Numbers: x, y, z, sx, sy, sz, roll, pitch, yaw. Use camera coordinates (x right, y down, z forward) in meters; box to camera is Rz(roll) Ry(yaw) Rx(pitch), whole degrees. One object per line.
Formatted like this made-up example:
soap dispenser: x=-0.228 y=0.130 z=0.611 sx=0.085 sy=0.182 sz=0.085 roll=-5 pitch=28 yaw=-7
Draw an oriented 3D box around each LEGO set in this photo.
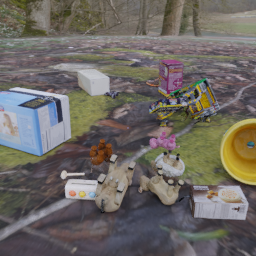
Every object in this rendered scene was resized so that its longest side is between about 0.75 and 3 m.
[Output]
LEGO set: x=2.494 y=-0.721 z=11.346 sx=2.223 sy=1.675 sz=2.890 roll=-22 pitch=9 yaw=27

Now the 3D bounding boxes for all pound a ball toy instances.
pound a ball toy: x=-1.161 y=1.429 z=6.834 sx=0.987 sy=0.644 sz=0.419 roll=3 pitch=23 yaw=5

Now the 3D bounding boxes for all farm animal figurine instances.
farm animal figurine: x=0.276 y=1.168 z=7.016 sx=2.393 sy=1.203 sz=1.932 roll=-3 pitch=42 yaw=-15

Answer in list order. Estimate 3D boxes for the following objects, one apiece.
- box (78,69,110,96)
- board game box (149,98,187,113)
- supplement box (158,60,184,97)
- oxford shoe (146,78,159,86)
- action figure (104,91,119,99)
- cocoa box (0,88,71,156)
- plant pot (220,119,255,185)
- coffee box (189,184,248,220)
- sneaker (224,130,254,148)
box: x=-1.978 y=-2.615 z=15.844 sx=1.141 sy=0.934 sz=2.403 roll=-10 pitch=25 yaw=-22
board game box: x=1.207 y=-0.672 z=8.511 sx=0.924 sy=0.262 sz=0.763 roll=-4 pitch=-9 yaw=-21
supplement box: x=2.263 y=-2.657 z=14.908 sx=0.910 sy=1.764 sz=1.154 roll=-7 pitch=25 yaw=-15
oxford shoe: x=1.792 y=-2.769 z=16.724 sx=1.450 sy=0.528 sz=0.517 roll=10 pitch=25 yaw=23
action figure: x=-0.889 y=-1.803 z=14.787 sx=0.585 sy=0.312 sz=0.899 roll=-26 pitch=31 yaw=-35
cocoa box: x=-3.441 y=-0.310 z=9.567 sx=2.468 sy=1.646 sz=1.620 roll=12 pitch=26 yaw=25
plant pot: x=3.477 y=0.557 z=7.826 sx=1.694 sy=1.694 sz=1.594 roll=9 pitch=9 yaw=20
coffee box: x=2.037 y=1.690 z=6.444 sx=1.171 sy=0.467 sz=0.669 roll=2 pitch=23 yaw=4
sneaker: x=4.531 y=0.139 z=9.278 sx=2.720 sy=1.083 sz=1.054 roll=-1 pitch=23 yaw=-1
